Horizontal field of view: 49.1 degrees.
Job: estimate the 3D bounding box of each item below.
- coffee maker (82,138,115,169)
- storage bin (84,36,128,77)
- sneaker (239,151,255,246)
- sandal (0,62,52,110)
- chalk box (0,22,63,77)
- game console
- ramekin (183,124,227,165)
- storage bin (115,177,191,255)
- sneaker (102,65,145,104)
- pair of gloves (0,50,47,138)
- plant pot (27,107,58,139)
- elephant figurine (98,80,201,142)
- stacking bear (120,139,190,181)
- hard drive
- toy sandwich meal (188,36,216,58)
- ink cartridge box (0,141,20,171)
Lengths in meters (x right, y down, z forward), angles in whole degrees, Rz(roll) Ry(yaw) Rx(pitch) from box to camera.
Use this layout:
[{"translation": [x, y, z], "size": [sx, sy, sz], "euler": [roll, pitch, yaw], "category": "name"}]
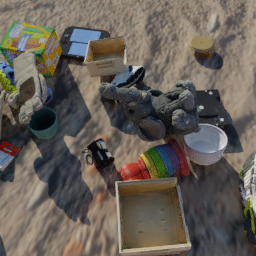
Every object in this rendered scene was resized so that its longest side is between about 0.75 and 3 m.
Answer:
[{"translation": [-0.875, 0.827, 8.469], "size": [0.751, 0.526, 0.782], "euler": [-42, 57, 17], "category": "coffee maker"}, {"translation": [-0.746, -2.614, 10.207], "size": [1.417, 0.669, 1.427], "euler": [-7, 47, 9], "category": "storage bin"}, {"translation": [3.698, 1.877, 7.538], "size": [1.084, 0.954, 2.562], "euler": [10, 65, -1], "category": "sneaker"}, {"translation": [-3.592, -1.427, 9.724], "size": [1.135, 1.036, 2.607], "euler": [-39, 73, -24], "category": "sandal"}, {"translation": [-3.767, -2.948, 10.408], "size": [2.130, 1.318, 1.325], "euler": [11, 66, 6], "category": "chalk box"}, {"translation": [-1.830, -3.455, 11.486], "size": [1.998, 0.310, 1.767], "euler": [9, 56, 7], "category": "game console"}, {"translation": [2.282, 0.524, 8.393], "size": [1.257, 0.660, 1.257], "euler": [-3, 42, 3], "category": "ramekin"}, {"translation": [0.611, 2.289, 7.195], "size": [1.739, 0.821, 1.751], "euler": [-5, 55, -1], "category": "storage bin"}, {"translation": [-0.251, -1.581, 10.054], "size": [0.805, 0.742, 2.012], "euler": [24, 54, 34], "category": "sneaker"}, {"translation": [-3.743, -0.880, 8.941], "size": [2.902, 0.509, 2.467], "euler": [-33, 59, 16], "category": "pair of gloves"}, {"translation": [-2.652, -0.078, 8.893], "size": [0.915, 0.734, 0.915], "euler": [0, 56, 0], "category": "plant pot"}, {"translation": [0.687, -0.520, 7.985], "size": [2.463, 1.911, 1.743], "euler": [-5, 11, 19], "category": "elephant figurine"}, {"translation": [0.679, 1.097, 7.966], "size": [1.818, 1.034, 1.104], "euler": [-24, 51, -7], "category": "stacking bear"}, {"translation": [2.092, -0.549, 9.407], "size": [2.227, 0.421, 1.556], "euler": [-5, 55, -4], "category": "hard drive"}, {"translation": [3.000, -3.298, 11.359], "size": [1.134, 0.389, 1.134], "euler": [-2, 53, 2], "category": "toy sandwich meal"}, {"translation": [-3.870, 0.805, 8.603], "size": [0.709, 0.219, 0.875], "euler": [22, 61, 14], "category": "ink cartridge box"}]
